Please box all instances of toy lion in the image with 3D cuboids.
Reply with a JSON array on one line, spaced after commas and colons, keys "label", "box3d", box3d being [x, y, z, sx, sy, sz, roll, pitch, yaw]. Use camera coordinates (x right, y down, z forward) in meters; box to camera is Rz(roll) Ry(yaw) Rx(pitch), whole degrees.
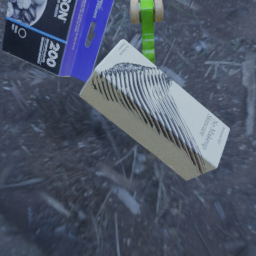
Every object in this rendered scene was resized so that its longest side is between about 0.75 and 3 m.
[{"label": "toy lion", "box3d": [0.464, -2.503, 6.893, 0.707, 1.974, 2.060, -3, 57, 4]}]

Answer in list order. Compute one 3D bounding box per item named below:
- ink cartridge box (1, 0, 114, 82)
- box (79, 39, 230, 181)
[{"label": "ink cartridge box", "box3d": [-1.741, -2.549, 6.698, 2.417, 2.394, 0.524, 23, 24, 7]}, {"label": "box", "box3d": [0.465, -0.258, 4.645, 2.379, 0.813, 0.977, 37, 54, -8]}]
